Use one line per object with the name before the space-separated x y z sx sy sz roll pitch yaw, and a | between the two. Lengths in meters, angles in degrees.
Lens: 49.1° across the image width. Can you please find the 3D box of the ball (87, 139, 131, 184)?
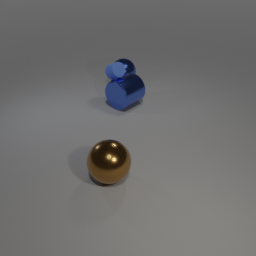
ball | -0.595 1.057 8.828 1.400 1.400 1.400 0 32 0

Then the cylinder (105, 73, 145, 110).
cylinder | -0.126 -1.736 13.303 1.400 1.400 1.400 24 39 33

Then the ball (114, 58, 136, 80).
ball | -0.250 -3.152 15.565 1.400 1.400 1.400 0 32 0

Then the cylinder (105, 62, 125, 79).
cylinder | -0.590 -2.651 12.965 0.700 0.700 0.700 -22 13 -31
